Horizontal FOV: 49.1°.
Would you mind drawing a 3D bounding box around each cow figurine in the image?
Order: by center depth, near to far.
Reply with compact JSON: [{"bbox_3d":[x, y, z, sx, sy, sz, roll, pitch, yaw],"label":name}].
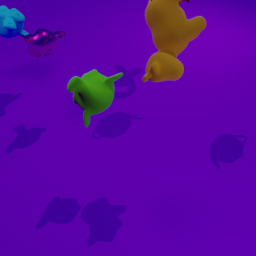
[{"bbox_3d":[0.578,-1.413,4.469,1.279,0.713,1.299,-33,92,0],"label":"cow figurine"}]

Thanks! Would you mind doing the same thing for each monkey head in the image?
[{"bbox_3d":[-0.651,-0.623,5.011,0.723,1.200,0.863,37,12,9],"label":"monkey head"},{"bbox_3d":[-2.110,-2.129,6.720,1.153,0.695,0.830,-24,72,-39],"label":"monkey head"},{"bbox_3d":[-3.308,-2.791,7.706,1.343,0.809,0.966,4,49,-30],"label":"monkey head"}]

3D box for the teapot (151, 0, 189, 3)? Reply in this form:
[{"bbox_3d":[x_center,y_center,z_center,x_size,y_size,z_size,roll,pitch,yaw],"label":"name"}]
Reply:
[{"bbox_3d":[0.857,-3.395,6.485,0.807,1.649,1.025,13,82,41],"label":"teapot"}]
